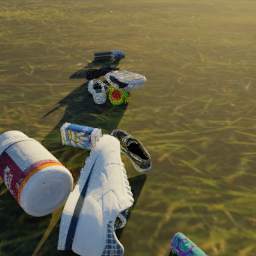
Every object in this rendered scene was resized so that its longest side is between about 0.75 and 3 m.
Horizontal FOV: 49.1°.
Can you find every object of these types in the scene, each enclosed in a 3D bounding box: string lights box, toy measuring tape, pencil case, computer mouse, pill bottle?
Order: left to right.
[{"bbox_3d":[-2.151,0.878,6.041,1.100,1.100,2.008,-25,40,-34],"label":"pill bottle"},{"bbox_3d":[-1.250,0.240,7.578,1.059,0.544,0.312,10,33,15],"label":"string lights box"},{"bbox_3d":[-0.646,-1.190,9.741,1.543,0.567,0.567,24,37,12],"label":"toy measuring tape"},{"bbox_3d":[-0.385,-1.881,10.976,1.521,0.608,2.773,-16,29,-32],"label":"computer mouse"},{"bbox_3d":[1.081,2.163,4.690,0.388,0.357,0.839,-7,29,-41],"label":"pencil case"}]

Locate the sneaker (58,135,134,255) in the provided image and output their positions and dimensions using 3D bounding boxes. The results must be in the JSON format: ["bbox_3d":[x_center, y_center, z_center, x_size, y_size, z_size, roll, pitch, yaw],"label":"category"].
[{"bbox_3d":[-0.439,1.261,5.677,1.157,1.099,2.876,12,39,2],"label":"sneaker"}]

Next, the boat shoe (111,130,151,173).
[{"bbox_3d":[0.085,0.444,7.054,0.543,0.489,1.536,-26,50,-25],"label":"boat shoe"}]

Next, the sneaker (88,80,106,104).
[{"bbox_3d":[-1.114,-1.501,10.314,0.604,0.585,1.653,-10,33,-15],"label":"sneaker"}]

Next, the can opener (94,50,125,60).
[{"bbox_3d":[-0.905,-3.552,13.766,1.527,0.407,0.511,-9,32,-11],"label":"can opener"}]
